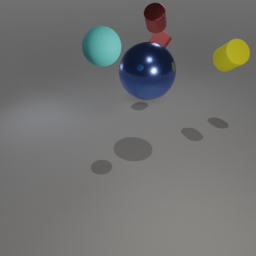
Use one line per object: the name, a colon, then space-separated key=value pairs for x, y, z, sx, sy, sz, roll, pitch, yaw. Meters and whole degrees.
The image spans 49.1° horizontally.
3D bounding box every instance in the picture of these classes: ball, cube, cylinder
ball: x=-0.472 y=-1.456 z=5.011 sx=0.700 sy=0.700 sz=0.700 roll=0 pitch=29 yaw=0
cube: x=1.438 y=-3.905 z=12.400 sx=0.700 sy=0.700 sz=0.700 roll=37 pitch=16 yaw=5
cylinder: x=2.794 y=-1.966 z=7.618 sx=0.700 sy=0.700 sz=0.700 roll=-8 pitch=-2 yaw=-14
cylinder: x=0.910 y=-3.633 z=9.281 sx=0.700 sy=0.700 sz=0.700 roll=8 pitch=-14 yaw=14
ball: x=0.473 y=-1.383 z=6.863 sx=1.400 sy=1.400 sz=1.400 roll=0 pitch=29 yaw=0
